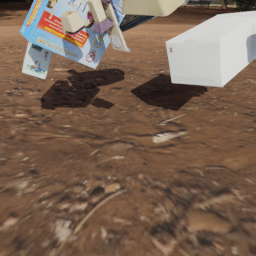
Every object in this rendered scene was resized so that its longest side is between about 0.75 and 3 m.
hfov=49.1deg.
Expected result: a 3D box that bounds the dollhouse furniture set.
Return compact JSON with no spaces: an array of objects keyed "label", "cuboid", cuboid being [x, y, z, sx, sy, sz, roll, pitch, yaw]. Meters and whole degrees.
[{"label":"dollhouse furniture set","cuboid":[0.012,-1.521,4.561,1.659,1.178,1.315,24,59,41]}]

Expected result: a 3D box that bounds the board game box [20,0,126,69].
[{"label":"board game box","cuboid":[-0.943,-2.201,5.455,1.691,1.656,0.473,12,26,-51]}]

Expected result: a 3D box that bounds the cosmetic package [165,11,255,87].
[{"label":"cosmetic package","cuboid":[2.599,-2.348,7.988,1.611,1.270,2.994,15,40,42]}]

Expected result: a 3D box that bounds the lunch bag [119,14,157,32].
[{"label":"lunch bag","cuboid":[-0.159,-3.558,7.711,2.198,1.576,2.680,-17,8,18]}]

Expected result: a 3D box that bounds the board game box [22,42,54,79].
[{"label":"board game box","cuboid":[-1.991,-2.229,6.628,0.575,1.789,1.320,13,21,-25]}]
